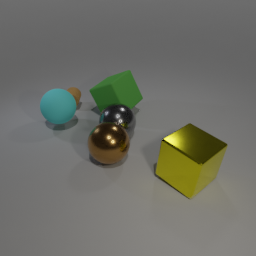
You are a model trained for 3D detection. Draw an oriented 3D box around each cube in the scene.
[{"bbox_3d":[1.869,0.946,8.420,1.400,1.400,1.400,-26,46,-37],"label":"cube"},{"bbox_3d":[-0.488,-1.436,11.964,1.400,1.400,1.400,-8,26,43],"label":"cube"}]

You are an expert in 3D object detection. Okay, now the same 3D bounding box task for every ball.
[{"bbox_3d":[-2.766,-0.857,11.133,1.400,1.400,1.400,0,31,0],"label":"ball"},{"bbox_3d":[-0.393,-0.237,10.565,1.400,1.400,1.400,0,31,0],"label":"ball"},{"bbox_3d":[-0.632,0.497,9.260,1.400,1.400,1.400,0,31,0],"label":"ball"}]

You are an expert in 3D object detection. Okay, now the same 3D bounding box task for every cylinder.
[{"bbox_3d":[-2.537,-1.405,12.789,0.700,0.700,0.700,1,36,2],"label":"cylinder"}]
